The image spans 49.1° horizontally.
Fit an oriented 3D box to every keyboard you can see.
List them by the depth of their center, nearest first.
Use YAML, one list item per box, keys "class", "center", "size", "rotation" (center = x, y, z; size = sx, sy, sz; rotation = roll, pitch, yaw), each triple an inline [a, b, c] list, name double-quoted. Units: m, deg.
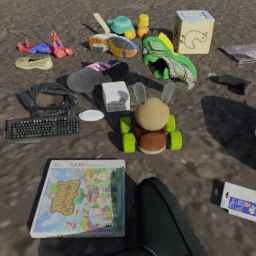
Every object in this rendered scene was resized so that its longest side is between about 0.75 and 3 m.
- class: "keyboard"
  center: [-2.387, -0.196, 8.024]
  size: [2.016, 0.208, 1.281]
  rotation: [-5, 59, -7]

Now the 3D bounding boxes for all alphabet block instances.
- class: "alphabet block"
  center: [2.901, -4.355, 12.711]
  size: [1.488, 1.524, 1.496]
  rotation: [-1, 37, 0]

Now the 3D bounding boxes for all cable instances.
- class: "cable"
  center: [-2.401, -0.796, 8.970]
  size: [1.591, 0.495, 1.950]
  rotation: [-21, 50, -38]

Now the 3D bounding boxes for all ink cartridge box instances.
- class: "ink cartridge box"
  center: [2.420, 1.579, 6.066]
  size: [0.753, 0.177, 0.744]
  rotation: [13, 41, 19]

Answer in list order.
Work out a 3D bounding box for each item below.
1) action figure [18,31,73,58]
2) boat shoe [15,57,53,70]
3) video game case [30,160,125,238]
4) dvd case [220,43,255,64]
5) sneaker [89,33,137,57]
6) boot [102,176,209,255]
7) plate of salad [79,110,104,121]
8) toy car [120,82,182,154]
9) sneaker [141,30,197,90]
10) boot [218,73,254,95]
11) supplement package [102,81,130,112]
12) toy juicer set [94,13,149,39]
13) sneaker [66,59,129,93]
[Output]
- class: "action figure"
  center: [-3.601, -3.785, 12.271]
  size: [2.555, 1.265, 0.834]
  rotation: [15, 40, 15]
- class: "boat shoe"
  center: [-3.844, -2.711, 11.407]
  size: [1.559, 0.489, 0.572]
  rotation: [2, 37, 3]
- class: "video game case"
  center: [-0.981, 1.453, 6.176]
  size: [1.828, 0.222, 2.008]
  rotation: [-1, 38, 0]
- class: "dvd case"
  center: [5.547, -3.413, 12.587]
  size: [2.245, 0.179, 1.669]
  rotation: [-9, 38, -12]
- class: "sneaker"
  center: [-0.553, -3.870, 12.582]
  size: [2.435, 0.916, 1.073]
  rotation: [20, 42, 23]
- class: "boot"
  center: [0.006, 2.167, 4.670]
  size: [2.273, 1.027, 2.774]
  rotation: [-16, 41, -15]
- class: "plate of salad"
  center: [-1.119, -0.355, 8.580]
  size: [0.777, 0.187, 0.777]
  rotation: [1, 27, -1]
- class: "toy car"
  center: [0.594, -0.390, 7.248]
  size: [1.512, 1.841, 1.453]
  rotation: [-3, 38, -5]
- class: "sneaker"
  center: [1.161, -1.718, 8.244]
  size: [0.945, 2.422, 1.032]
  rotation: [-10, 61, 44]
- class: "boot"
  center: [3.793, -1.601, 10.027]
  size: [1.149, 0.377, 0.947]
  rotation: [27, 34, 25]
- class: "supplement package"
  center: [-0.402, -1.037, 9.171]
  size: [0.763, 0.543, 0.980]
  rotation: [-7, 39, -9]
- class: "toy juicer set"
  center: [-0.301, -5.072, 14.413]
  size: [2.916, 0.794, 1.855]
  rotation: [0, 54, -7]
- class: "sneaker"
  center: [-1.226, -1.933, 10.209]
  size: [2.498, 0.876, 1.025]
  rotation: [-20, 33, -32]
